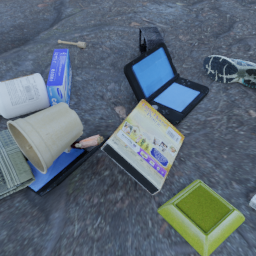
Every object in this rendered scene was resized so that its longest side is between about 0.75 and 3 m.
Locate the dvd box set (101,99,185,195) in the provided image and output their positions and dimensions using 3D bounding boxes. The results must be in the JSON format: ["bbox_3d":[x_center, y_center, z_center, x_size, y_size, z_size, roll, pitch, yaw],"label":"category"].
[{"bbox_3d":[0.581,0.424,8.439,1.953,0.393,2.670,42,40,-4],"label":"dvd box set"}]

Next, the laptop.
[{"bbox_3d":[-2.063,0.825,8.260,1.259,2.438,2.160,49,53,-3],"label":"laptop"}]

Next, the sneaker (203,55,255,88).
[{"bbox_3d":[4.736,-2.556,12.447,2.799,1.086,1.208,22,35,13],"label":"sneaker"}]

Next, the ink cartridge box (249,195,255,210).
[{"bbox_3d":[4.298,2.053,7.631,1.407,0.286,1.404,-32,51,-31],"label":"ink cartridge box"}]

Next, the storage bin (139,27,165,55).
[{"bbox_3d":[1.135,-4.023,13.720,0.889,1.282,1.896,-6,42,-6],"label":"storage bin"}]

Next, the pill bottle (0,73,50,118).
[{"bbox_3d":[-4.250,-1.106,10.379,2.383,1.363,1.363,-19,45,-20],"label":"pill bottle"}]

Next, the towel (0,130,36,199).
[{"bbox_3d":[-4.500,1.331,8.375,2.739,0.491,2.844,-23,44,-25],"label":"towel"}]

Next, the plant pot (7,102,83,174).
[{"bbox_3d":[-2.327,0.147,8.382,1.821,1.821,1.667,34,56,32],"label":"plant pot"}]

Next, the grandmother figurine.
[{"bbox_3d":[-1.489,0.516,8.993,1.396,0.847,0.423,-9,76,10],"label":"grandmother figurine"}]

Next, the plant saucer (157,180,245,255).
[{"bbox_3d":[1.953,2.183,7.392,1.699,0.407,1.701,-28,49,-28],"label":"plant saucer"}]

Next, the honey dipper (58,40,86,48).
[{"bbox_3d":[-3.057,-4.560,15.074,1.679,0.319,0.319,13,43,17],"label":"honey dipper"}]

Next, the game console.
[{"bbox_3d":[1.617,-1.848,10.983,2.525,1.671,2.871,27,49,27],"label":"game console"}]

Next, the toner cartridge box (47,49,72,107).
[{"bbox_3d":[-2.705,-1.927,11.300,0.623,1.372,2.888,-4,42,-4],"label":"toner cartridge box"}]
